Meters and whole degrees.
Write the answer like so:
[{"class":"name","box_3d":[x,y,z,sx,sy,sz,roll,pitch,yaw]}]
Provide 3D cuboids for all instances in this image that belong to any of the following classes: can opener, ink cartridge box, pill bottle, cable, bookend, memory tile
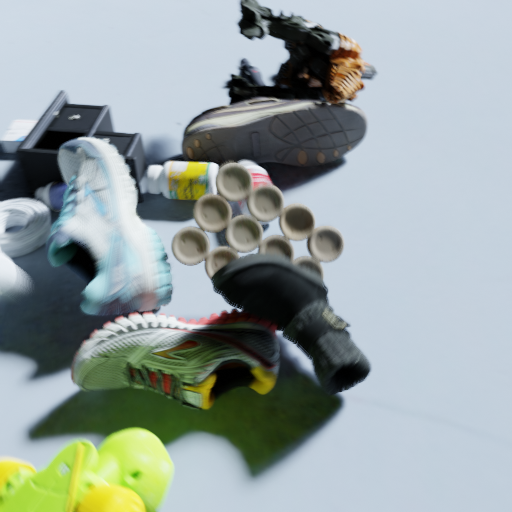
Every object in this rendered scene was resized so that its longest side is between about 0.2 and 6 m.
[{"class":"can opener","box_3d":[-0.045,-3.909,12.339,0.571,0.461,1.453,-12,46,-13]},{"class":"ink cartridge box","box_3d":[-4.508,-2.315,10.851,0.532,0.312,0.727,2,44,1]},{"class":"pill bottle","box_3d":[-0.037,-1.096,9.403,0.641,0.641,1.142,-11,46,-11]},{"class":"pill bottle","box_3d":[-1.244,-1.285,9.596,1.136,0.641,0.641,3,45,4]},{"class":"cable","box_3d":[-3.862,-0.434,8.922,1.162,0.402,1.161,21,47,19]},{"class":"bookend","box_3d":[-2.838,-2.013,10.108,2.051,0.945,2.038,6,45,5]},{"class":"pill bottle","box_3d":[-3.197,-0.997,9.351,0.889,0.493,0.493,0,43,20]},{"class":"memory tile","box_3d":[0.050,-0.163,7.695,2.083,0.175,1.596,33,87,-9]}]

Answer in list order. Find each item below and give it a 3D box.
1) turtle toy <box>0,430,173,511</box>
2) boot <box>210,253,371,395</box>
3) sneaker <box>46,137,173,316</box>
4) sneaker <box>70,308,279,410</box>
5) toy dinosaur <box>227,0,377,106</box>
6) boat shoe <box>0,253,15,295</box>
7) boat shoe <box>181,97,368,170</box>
[{"class":"turtle toy","box_3d":[-1.740,2.668,5.122,1.946,1.350,2.670,-2,37,33]},{"class":"boot","box_3d":[0.470,0.814,6.564,2.006,0.755,1.500,15,42,-43]},{"class":"sneaker","box_3d":[-2.351,-0.514,7.913,1.343,1.207,3.111,-15,58,-33]},{"class":"sneaker","box_3d":[-0.945,1.305,6.775,2.548,0.992,1.047,-7,48,-5]},{"class":"toy dinosaur","box_3d":[1.068,-3.828,10.912,3.004,2.261,4.426,6,7,-9]},{"class":"boat shoe","box_3d":[-4.042,0.124,7.676,0.900,0.946,2.627,6,-5,-41]},{"class":"boat shoe","box_3d":[0.307,-2.437,10.306,3.455,1.287,1.267,-6,46,-8]}]
